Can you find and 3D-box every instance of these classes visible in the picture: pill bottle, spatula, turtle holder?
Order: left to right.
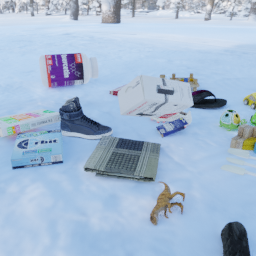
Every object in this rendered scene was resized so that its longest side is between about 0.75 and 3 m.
[{"bbox_3d":[-3.141,-3.126,14.954,2.968,1.669,1.669,-8,27,-15],"label":"pill bottle"},{"bbox_3d":[3.798,-0.279,10.262,0.710,0.664,0.935,-4,26,-10],"label":"turtle holder"},{"bbox_3d":[3.727,1.084,8.059,1.832,0.147,1.274,13,28,26],"label":"spatula"}]

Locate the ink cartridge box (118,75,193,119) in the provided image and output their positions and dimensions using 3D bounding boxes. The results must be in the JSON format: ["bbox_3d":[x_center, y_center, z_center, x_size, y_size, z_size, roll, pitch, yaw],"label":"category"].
[{"bbox_3d":[0.758,-0.828,7.942,1.737,0.727,1.253,4,-19,-32],"label":"ink cartridge box"}]

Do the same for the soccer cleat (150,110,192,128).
[{"bbox_3d":[1.603,-0.526,10.757,1.749,0.678,0.606,13,29,25],"label":"soccer cleat"}]

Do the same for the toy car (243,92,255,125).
[{"bbox_3d":[5.761,-0.759,11.263,2.897,0.646,2.726,21,32,37],"label":"toy car"}]

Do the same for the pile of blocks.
[{"bbox_3d":[4.798,0.280,8.794,2.962,0.921,1.216,-1,24,-1],"label":"pile of blocks"}]

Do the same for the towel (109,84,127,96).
[{"bbox_3d":[0.391,-1.775,13.832,2.239,0.255,1.613,17,30,32],"label":"towel"}]

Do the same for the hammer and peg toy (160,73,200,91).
[{"bbox_3d":[2.633,-2.351,14.547,1.911,0.674,1.406,-1,28,-2],"label":"hammer and peg toy"}]

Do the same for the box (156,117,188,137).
[{"bbox_3d":[1.592,-0.033,10.012,1.047,0.170,0.634,-21,28,-1],"label":"box"}]

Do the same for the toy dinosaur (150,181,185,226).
[{"bbox_3d":[0.922,1.617,6.592,0.827,0.471,1.558,8,27,18],"label":"toy dinosaur"}]

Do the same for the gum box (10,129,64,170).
[{"bbox_3d":[-2.774,0.609,8.746,1.437,0.377,1.691,-6,25,-11],"label":"gum box"}]

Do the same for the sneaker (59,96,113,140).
[{"bbox_3d":[-1.466,-0.359,9.655,1.903,1.375,0.723,4,24,5],"label":"sneaker"}]

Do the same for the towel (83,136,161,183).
[{"bbox_3d":[-0.098,0.901,8.322,2.050,0.368,2.129,8,25,9],"label":"towel"}]

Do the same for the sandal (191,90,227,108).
[{"bbox_3d":[2.984,-1.337,12.434,2.785,0.667,1.047,5,26,10],"label":"sandal"}]

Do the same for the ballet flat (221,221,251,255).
[{"bbox_3d":[1.942,2.445,5.093,0.559,0.478,1.683,29,36,3],"label":"ballet flat"}]

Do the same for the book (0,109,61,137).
[{"bbox_3d":[-3.674,-0.203,10.060,2.200,0.529,1.470,-19,21,-41],"label":"book"}]
